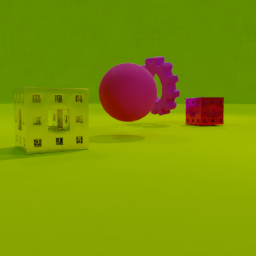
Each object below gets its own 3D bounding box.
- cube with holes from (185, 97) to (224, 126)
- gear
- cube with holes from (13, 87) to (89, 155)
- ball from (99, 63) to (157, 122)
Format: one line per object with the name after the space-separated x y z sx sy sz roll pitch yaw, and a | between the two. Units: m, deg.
2.423 -0.535 8.916 0.852 0.852 0.852 -2 4 -22 | cube with holes
0.992 -1.395 9.422 0.356 1.927 1.927 -15 11 -25 | gear
-1.257 -0.153 4.525 0.944 0.944 0.944 -3 6 -31 | cube with holes
0.000 -0.755 6.031 1.258 1.258 1.258 0 5 0 | ball
